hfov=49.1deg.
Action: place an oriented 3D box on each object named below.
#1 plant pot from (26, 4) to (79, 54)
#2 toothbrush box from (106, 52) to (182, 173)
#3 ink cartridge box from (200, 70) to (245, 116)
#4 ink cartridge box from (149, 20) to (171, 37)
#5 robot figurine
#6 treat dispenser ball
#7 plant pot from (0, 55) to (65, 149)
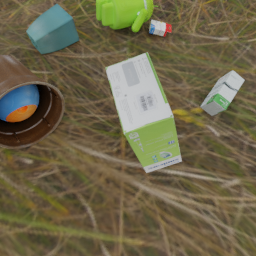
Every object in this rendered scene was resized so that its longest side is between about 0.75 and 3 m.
[{"bbox_3d":[-2.639,-3.293,9.668,1.439,1.017,1.016,-37,65,-13],"label":"plant pot"},{"bbox_3d":[0.457,-0.238,6.783,1.067,2.478,1.804,-18,59,4],"label":"toothbrush box"},{"bbox_3d":[2.733,-0.997,8.130,0.476,0.839,1.145,37,76,-3],"label":"ink cartridge box"},{"bbox_3d":[1.167,-3.587,10.115,0.761,0.256,0.442,11,60,-9],"label":"ink cartridge box"},{"bbox_3d":[-0.039,-4.219,9.854,2.123,1.228,1.862,-21,49,-21],"label":"robot figurine"},{"bbox_3d":[-3.195,-0.866,7.760,1.408,1.408,1.408,0,58,0],"label":"treat dispenser ball"},{"bbox_3d":[-3.147,-0.879,7.656,2.072,2.072,2.051,-33,57,-19],"label":"plant pot"}]
